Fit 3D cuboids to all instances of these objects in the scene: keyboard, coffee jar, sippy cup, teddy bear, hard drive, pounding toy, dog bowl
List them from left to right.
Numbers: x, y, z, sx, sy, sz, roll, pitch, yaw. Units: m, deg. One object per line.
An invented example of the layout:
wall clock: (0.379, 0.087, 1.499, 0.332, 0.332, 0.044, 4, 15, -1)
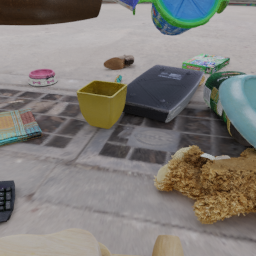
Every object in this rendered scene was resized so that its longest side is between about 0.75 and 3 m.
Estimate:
keyboard: (-3.389, 1.142, 4.888, 2.630, 0.271, 1.672, -1, 28, -22)
dog bowl: (-3.331, -1.989, 10.921, 1.126, 0.415, 1.126, 0, 29, 0)
pounding toy: (-0.686, 2.112, 3.102, 2.751, 1.578, 1.573, -7, 56, 6)
hard drive: (1.116, -1.201, 9.042, 2.019, 0.634, 2.993, 15, 37, 26)
sippy cup: (1.255, -3.060, 6.933, 2.096, 1.646, 1.536, 32, -4, -6)
teddy bear: (1.838, 1.019, 5.105, 2.782, 0.929, 2.017, 2, 20, 19)
coffee jar: (3.124, -0.605, 7.563, 1.444, 1.181, 2.768, -2, 29, -4)

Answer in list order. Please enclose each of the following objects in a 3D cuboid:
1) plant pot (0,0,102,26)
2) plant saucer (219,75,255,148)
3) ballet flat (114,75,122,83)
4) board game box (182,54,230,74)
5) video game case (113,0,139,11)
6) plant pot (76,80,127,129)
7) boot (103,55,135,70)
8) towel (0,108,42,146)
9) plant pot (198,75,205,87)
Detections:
plant pot: (-1.529, -2.893, 5.657, 1.964, 1.835, 1.835, 3, 27, -17)
plant saucer: (3.308, -0.233, 5.996, 2.907, 0.398, 2.907, 15, 44, -15)
ballet flat: (-0.416, -1.827, 10.865, 0.258, 0.281, 0.819, -21, 19, 21)
board game box: (3.608, -2.982, 12.854, 1.424, 0.308, 2.116, 20, 34, 33)
video game case: (-0.266, -2.024, 3.613, 0.893, 0.224, 0.985, 29, -3, 2)
plant pot: (-0.669, -0.602, 7.678, 1.049, 1.073, 1.042, 10, 30, 19)
boot: (-0.439, -3.057, 12.869, 1.571, 0.552, 1.148, -7, 23, -13)
towel: (-3.672, 0.041, 7.348, 2.457, 0.267, 1.802, -14, 32, -24)
plant pot: (2.041, -1.832, 10.698, 1.755, 0.241, 1.755, -1, 33, 1)
